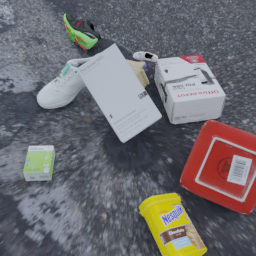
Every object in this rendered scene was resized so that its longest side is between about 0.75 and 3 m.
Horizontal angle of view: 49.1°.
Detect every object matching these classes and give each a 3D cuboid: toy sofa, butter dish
[{"bbox_3d":[-0.085,-1.782,9.253,1.619,0.670,0.790,21,67,34],"label":"toy sofa"},{"bbox_3d":[2.420,0.876,6.898,1.801,1.806,1.335,22,8,13],"label":"butter dish"}]

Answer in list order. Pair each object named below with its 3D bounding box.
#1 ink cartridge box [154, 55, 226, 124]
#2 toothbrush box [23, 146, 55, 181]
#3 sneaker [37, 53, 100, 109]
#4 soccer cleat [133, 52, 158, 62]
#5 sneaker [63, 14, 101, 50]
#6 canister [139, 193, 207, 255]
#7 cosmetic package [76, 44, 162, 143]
[{"bbox_3d":[1.905,-1.315,9.030,1.647,0.930,2.244,-8,47,-6],"label":"ink cartridge box"},{"bbox_3d":[-2.328,0.922,7.414,0.662,0.391,0.909,-1,46,-6],"label":"toothbrush box"},{"bbox_3d":[-1.797,-1.571,8.708,2.694,1.192,1.014,-27,68,5],"label":"sneaker"},{"bbox_3d":[0.539,-2.376,9.234,0.946,0.403,0.324,20,91,29],"label":"soccer cleat"},{"bbox_3d":[-1.904,-4.005,11.504,0.954,0.874,2.278,-32,60,-19],"label":"sneaker"},{"bbox_3d":[0.966,2.173,6.067,1.018,0.593,1.371,2,44,-35],"label":"canister"},{"bbox_3d":[-0.212,-0.903,7.565,1.297,0.932,2.298,-35,88,4],"label":"cosmetic package"}]
